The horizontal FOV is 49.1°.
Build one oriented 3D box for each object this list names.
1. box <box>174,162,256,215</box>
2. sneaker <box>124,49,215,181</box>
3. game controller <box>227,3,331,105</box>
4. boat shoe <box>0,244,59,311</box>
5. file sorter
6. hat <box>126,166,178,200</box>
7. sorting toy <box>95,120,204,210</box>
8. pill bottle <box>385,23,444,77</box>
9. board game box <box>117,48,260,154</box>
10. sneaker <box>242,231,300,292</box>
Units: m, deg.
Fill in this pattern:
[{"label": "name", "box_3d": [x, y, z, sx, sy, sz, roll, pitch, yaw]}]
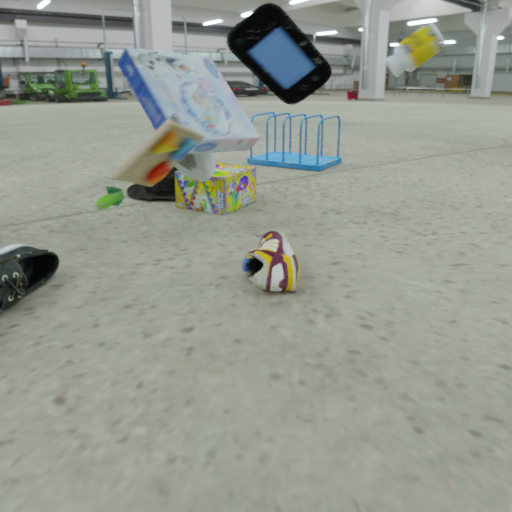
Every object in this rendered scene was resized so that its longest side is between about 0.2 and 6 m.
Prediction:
[{"label": "box", "box_3d": [-1.033, -1.796, 14.646, 1.538, 0.974, 1.597, 11, 23, 26]}, {"label": "sneaker", "box_3d": [-1.430, -2.968, 11.471, 1.119, 2.872, 1.427, -14, 16, 45]}, {"label": "game controller", "box_3d": [0.511, -3.988, 11.237, 1.242, 0.502, 2.382, -25, -34, 29]}, {"label": "boat shoe", "box_3d": [-3.935, 0.373, 8.739, 0.756, 0.916, 2.670, 2, 18, 4]}, {"label": "file sorter", "box_3d": [1.402, -4.193, 20.175, 2.872, 1.762, 1.993, 11, 22, 29]}, {"label": "hat", "box_3d": [-2.462, -2.339, 16.062, 2.626, 1.059, 2.626, -1, 19, 0]}, {"label": "sorting toy", "box_3d": [-1.409, -1.112, 7.337, 1.539, 0.227, 1.138, -40, -8, 16]}, {"label": "pill bottle", "box_3d": [3.129, -4.054, 11.107, 1.063, 0.595, 0.595, -35, 14, 14]}, {"label": "board game box", "box_3d": [-1.192, -2.832, 10.319, 2.062, 2.072, 0.449, -15, -20, -46]}, {"label": "sneaker", "box_3d": [0.149, 0.029, 9.900, 0.884, 0.736, 1.963, 2, 18, -13]}]
